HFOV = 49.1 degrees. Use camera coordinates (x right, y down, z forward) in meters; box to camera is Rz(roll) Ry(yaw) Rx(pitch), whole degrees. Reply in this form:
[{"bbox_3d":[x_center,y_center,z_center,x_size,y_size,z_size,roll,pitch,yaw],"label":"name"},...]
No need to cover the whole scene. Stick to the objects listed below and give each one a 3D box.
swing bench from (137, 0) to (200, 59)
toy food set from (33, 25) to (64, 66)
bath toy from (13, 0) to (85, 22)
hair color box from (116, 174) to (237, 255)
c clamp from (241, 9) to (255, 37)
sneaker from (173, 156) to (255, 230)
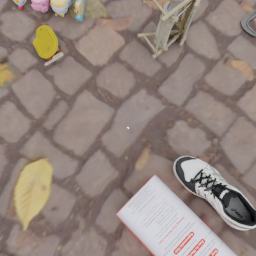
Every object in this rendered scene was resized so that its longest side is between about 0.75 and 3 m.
[{"bbox_3d":[1.256,-3.103,8.100,1.575,1.566,1.022,-25,70,-15],"label":"swing bench"},{"bbox_3d":[-2.426,-2.532,8.741,0.790,0.439,1.343,-33,74,17],"label":"toy food set"},{"bbox_3d":[-2.611,-4.071,8.910,2.458,1.069,0.908,13,120,2],"label":"bath toy"},{"bbox_3d":[1.188,2.709,7.087,1.452,0.876,2.861,-43,78,-11],"label":"hair color box"},{"bbox_3d":[4.485,-3.376,9.030,1.523,0.206,1.301,-29,77,-8],"label":"c clamp"},{"bbox_3d":[2.324,1.577,7.269,2.559,1.122,0.968,39,80,11],"label":"sneaker"}]
